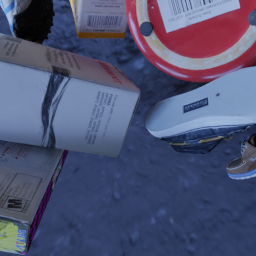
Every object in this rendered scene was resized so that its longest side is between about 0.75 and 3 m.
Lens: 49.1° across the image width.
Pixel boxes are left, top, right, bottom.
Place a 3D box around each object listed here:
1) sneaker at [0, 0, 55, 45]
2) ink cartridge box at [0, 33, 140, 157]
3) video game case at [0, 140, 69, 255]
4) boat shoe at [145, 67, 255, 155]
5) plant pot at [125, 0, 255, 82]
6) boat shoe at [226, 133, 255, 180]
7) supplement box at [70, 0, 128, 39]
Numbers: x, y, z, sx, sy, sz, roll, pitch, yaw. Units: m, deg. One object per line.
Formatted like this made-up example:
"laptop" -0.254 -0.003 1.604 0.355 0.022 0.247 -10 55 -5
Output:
"sneaker" -1.985 -2.548 4.768 0.936 2.605 0.944 -36 59 -21
"ink cartridge box" -1.470 -0.659 4.598 2.802 2.021 1.173 10 111 -21
"video game case" -2.256 0.367 3.998 2.568 2.833 0.507 12 111 -7
"boat shoe" 1.451 -0.168 4.244 2.264 1.028 0.801 -13 56 36
"plant pot" 1.358 -2.072 4.602 2.602 2.602 2.369 26 35 8
"boat shoe" 2.259 0.377 4.730 0.596 1.651 0.597 -36 88 -40
"supplement box" -0.472 -3.389 5.113 1.079 2.935 1.850 -5 58 -18
